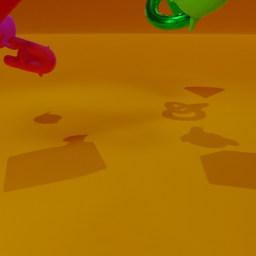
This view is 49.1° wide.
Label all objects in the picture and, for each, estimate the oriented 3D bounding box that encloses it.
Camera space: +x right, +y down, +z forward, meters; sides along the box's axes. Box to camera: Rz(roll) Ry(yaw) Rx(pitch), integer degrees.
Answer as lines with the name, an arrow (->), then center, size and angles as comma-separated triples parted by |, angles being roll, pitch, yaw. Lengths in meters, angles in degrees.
monkey head -> 1.098, -2.269, 4.093 | 0.976, 1.620, 1.165 | 23, 55, -10
knot shape -> 0.974, -3.088, 6.258 | 1.959, 1.834, 0.905 | -46, 7, -38
cow figurine -> -1.494, -1.139, 4.624 | 1.051, 0.577, 1.034 | 21, 9, 29
teapot -> -2.755, -2.152, 6.010 | 0.639, 0.811, 1.305 | -20, 69, -48
cube -> -2.054, -1.690, 2.982 | 1.269, 1.269, 1.269 | 37, 14, -48
